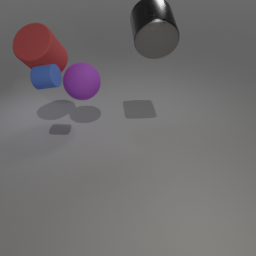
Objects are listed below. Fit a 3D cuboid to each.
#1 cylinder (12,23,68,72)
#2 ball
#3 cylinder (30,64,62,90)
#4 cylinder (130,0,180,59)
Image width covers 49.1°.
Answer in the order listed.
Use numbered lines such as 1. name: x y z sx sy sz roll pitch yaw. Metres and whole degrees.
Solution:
1. cylinder: -3.002 -2.652 9.737 1.400 1.400 1.400 -3 76 11
2. ball: -1.724 -1.742 10.497 1.400 1.400 1.400 0 33 0
3. cylinder: -2.508 -1.570 8.609 0.700 0.700 0.700 -5 31 14
4. cylinder: 0.821 -3.179 8.917 1.400 1.400 1.400 -3 52 -4
